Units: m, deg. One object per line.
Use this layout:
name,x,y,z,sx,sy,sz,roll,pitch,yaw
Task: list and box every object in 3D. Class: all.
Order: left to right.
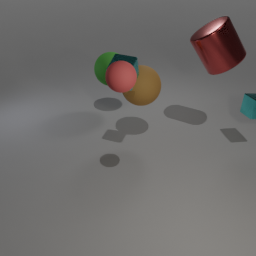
ball,-0.708,-2.457,11.693,1.400,1.400,1.400,0,30,0
ball,-0.156,-1.139,6.234,0.700,0.700,0.700,0,30,0
cube,-0.134,-1.623,8.132,0.700,0.700,0.700,14,58,17
ball,0.454,-1.473,9.751,1.400,1.400,1.400,0,30,0
cylinder,3.034,-2.761,9.455,1.400,1.400,1.400,-32,22,15
cube,4.388,-0.744,9.566,0.700,0.700,0.700,-1,26,-11
